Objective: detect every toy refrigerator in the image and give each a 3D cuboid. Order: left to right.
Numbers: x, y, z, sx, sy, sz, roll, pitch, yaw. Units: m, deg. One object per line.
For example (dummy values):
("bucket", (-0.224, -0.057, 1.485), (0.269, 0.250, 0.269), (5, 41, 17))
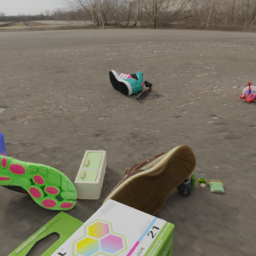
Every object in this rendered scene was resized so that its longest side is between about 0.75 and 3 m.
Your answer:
("toy refrigerator", (-0.994, 1.222, 7.750), (0.620, 0.572, 1.634), (2, 25, 3))

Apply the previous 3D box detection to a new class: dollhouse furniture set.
("dollhouse furniture set", (2.144, 1.457, 7.516), (0.890, 0.344, 0.445), (3, 25, 6))

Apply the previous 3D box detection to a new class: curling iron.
("curling iron", (0.812, -1.921, 14.765), (0.613, 0.316, 2.472), (39, 33, -3))

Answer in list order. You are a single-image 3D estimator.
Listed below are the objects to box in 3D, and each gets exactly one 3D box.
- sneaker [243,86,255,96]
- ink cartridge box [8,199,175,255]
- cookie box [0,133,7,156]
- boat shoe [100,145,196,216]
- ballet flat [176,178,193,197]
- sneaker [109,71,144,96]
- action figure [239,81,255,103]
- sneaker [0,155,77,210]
("sneaker", (6.694, -1.780, 14.227), (1.519, 0.572, 0.794), (1, 19, -7))
("ink cartridge box", (-0.881, 2.216, 5.017), (2.796, 1.059, 2.066), (15, 29, 27))
("cookie box", (-5.308, 0.533, 8.900), (2.241, 0.842, 1.917), (22, 33, 39))
("boat shoe", (0.423, 1.360, 7.006), (2.956, 1.066, 1.064), (-35, 15, -31))
("ballet flat", (1.424, 1.261, 7.785), (0.536, 0.458, 1.613), (-2, 25, -11))
("sneaker", (0.072, -2.666, 15.495), (1.557, 1.078, 2.578), (-17, 37, -23))
("action figure", (6.579, -1.727, 13.652), (2.157, 1.067, 0.704), (1, 24, 8))
("sneaker", (-2.367, 1.289, 7.010), (2.477, 0.951, 1.038), (22, -9, 6))
